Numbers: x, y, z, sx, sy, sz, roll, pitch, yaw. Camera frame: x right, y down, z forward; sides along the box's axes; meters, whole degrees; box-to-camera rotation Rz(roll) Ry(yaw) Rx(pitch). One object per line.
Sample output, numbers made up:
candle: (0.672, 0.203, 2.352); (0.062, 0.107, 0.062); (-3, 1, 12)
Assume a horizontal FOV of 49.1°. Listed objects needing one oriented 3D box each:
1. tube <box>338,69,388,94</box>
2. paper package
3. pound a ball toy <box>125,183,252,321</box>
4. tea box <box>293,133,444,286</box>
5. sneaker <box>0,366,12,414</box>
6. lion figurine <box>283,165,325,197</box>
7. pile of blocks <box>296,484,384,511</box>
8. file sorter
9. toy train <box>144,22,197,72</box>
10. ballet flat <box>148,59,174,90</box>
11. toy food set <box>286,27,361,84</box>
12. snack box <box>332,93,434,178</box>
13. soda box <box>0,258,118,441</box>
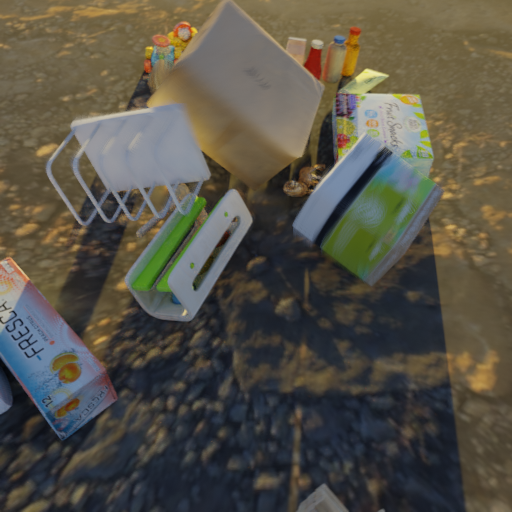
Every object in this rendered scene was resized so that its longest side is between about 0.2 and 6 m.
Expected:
tube: (2.496, -4.077, 13.302); (1.593, 0.414, 0.462); (-41, 99, -35)
paper package: (-0.279, -3.109, 10.818); (2.734, 1.415, 2.606); (36, 49, -20)
pound a ball toy: (-1.194, -0.145, 9.610); (1.707, 1.112, 2.618); (-1, 44, 34)
tea box: (1.925, -0.812, 9.613); (1.763, 1.197, 1.792); (37, 56, 4)
sneaker: (-4.353, 1.592, 8.156); (0.861, 0.888, 2.432); (-38, 50, -19)
lion figurine: (0.970, -1.502, 11.115); (0.669, 0.396, 1.093); (7, 35, 16)
pile of blocks: (1.504, 3.537, 6.591); (2.464, 1.012, 0.766); (24, 10, 8)
file sorter: (-2.166, -1.469, 9.629); (2.161, 1.499, 1.345); (-4, 44, 20)
toy train: (-1.604, -5.273, 14.091); (1.966, 0.728, 2.617); (31, 55, 24)
ballet flat: (-1.384, -3.320, 12.185); (2.300, 0.811, 0.751); (36, 75, 2)
toy food set: (1.206, -4.818, 13.223); (2.498, 1.124, 1.192); (8, 46, -2)
snack box: (2.551, -2.477, 11.646); (1.863, 0.747, 2.209); (3, 50, 3)
soda box: (-3.277, 1.292, 8.284); (0.971, 0.902, 2.838); (-35, 57, -26)
